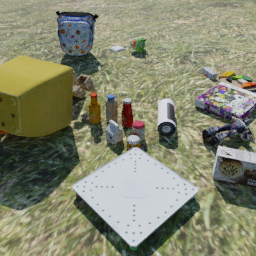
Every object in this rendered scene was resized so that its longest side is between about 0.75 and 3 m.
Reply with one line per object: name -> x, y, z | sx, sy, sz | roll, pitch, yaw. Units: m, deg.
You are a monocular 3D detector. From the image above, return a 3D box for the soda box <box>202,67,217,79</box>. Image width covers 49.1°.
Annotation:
soda box -> 4.160, -2.812, 14.315 | 0.312, 0.290, 0.915 | -11, 37, -15

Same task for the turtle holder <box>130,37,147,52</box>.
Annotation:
turtle holder -> 0.653, -5.121, 17.011 | 0.824, 0.881, 1.160 | 14, 39, 20

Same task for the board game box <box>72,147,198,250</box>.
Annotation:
board game box -> 0.193, 1.786, 7.910 | 2.563, 0.332, 2.563 | -29, 45, -33

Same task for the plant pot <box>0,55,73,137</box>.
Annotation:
plant pot -> -3.515, -0.953, 9.603 | 2.308, 2.292, 2.361 | 17, 29, 16

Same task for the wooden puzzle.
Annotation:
wooden puzzle -> 5.426, -2.179, 13.438 | 1.731, 0.300, 2.566 | -21, 41, -26

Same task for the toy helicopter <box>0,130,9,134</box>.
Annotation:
toy helicopter -> -4.719, -0.152, 10.293 | 1.342, 0.800, 2.029 | 21, 28, 36

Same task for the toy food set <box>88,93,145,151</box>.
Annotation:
toy food set -> -0.320, -0.365, 10.139 | 1.276, 1.203, 2.674 | -24, 42, -29

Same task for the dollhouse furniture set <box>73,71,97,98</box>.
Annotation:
dollhouse furniture set -> -2.990, -0.977, 11.666 | 2.425, 1.388, 2.844 | 21, 65, 28

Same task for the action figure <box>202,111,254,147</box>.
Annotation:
action figure -> 3.679, 0.049, 9.970 | 2.002, 0.694, 1.303 | -20, 49, -20

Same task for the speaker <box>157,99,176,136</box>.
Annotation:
speaker -> 1.465, -0.435, 10.702 | 0.683, 0.683, 1.682 | 4, 35, 5

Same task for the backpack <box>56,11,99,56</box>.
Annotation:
backpack -> -2.941, -5.329, 16.103 | 2.423, 2.308, 1.867 | 3, 40, -1

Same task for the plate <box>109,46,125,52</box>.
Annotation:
plate -> -0.676, -4.963, 17.441 | 0.767, 0.124, 0.765 | -26, 42, -31

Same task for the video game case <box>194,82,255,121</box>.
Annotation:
video game case -> 4.305, -1.145, 11.912 | 2.034, 0.402, 2.244 | 30, 45, 35

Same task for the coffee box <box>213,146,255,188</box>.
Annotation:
coffee box -> 3.359, 1.164, 8.283 | 1.516, 0.857, 0.605 | 11, 30, 14
